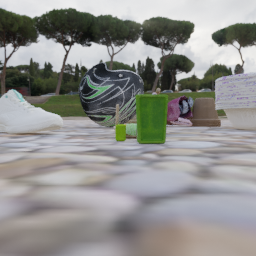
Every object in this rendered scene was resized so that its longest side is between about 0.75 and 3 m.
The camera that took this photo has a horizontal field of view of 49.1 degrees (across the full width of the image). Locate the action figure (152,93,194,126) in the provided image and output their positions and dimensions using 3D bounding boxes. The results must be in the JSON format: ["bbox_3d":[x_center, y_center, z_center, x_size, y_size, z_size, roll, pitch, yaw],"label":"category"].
[{"bbox_3d":[1.409,-0.440,10.485,2.142,1.595,1.435,-21,-30,31],"label":"action figure"}]

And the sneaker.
[{"bbox_3d":[-2.103,-0.323,5.426,1.931,0.854,0.726,1,1,27],"label":"sneaker"}]

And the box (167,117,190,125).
[{"bbox_3d":[2.266,-0.408,12.705,1.501,0.563,0.752,2,2,17],"label":"box"}]

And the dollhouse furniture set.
[{"bbox_3d":[0.176,-0.125,3.856,0.730,0.564,1.461,0,2,-4],"label":"dollhouse furniture set"}]

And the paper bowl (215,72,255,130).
[{"bbox_3d":[3.664,-0.673,7.287,2.679,1.393,2.679,-1,3,0],"label":"paper bowl"}]

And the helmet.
[{"bbox_3d":[-0.482,-0.973,8.729,1.955,1.955,1.864,-2,29,-40],"label":"helmet"}]

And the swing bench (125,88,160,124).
[{"bbox_3d":[0.114,-0.852,12.496,2.367,1.544,2.380,-1,-3,-4],"label":"swing bench"}]

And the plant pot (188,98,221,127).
[{"bbox_3d":[2.802,-0.569,10.272,1.185,1.033,1.185,0,1,0],"label":"plant pot"}]
